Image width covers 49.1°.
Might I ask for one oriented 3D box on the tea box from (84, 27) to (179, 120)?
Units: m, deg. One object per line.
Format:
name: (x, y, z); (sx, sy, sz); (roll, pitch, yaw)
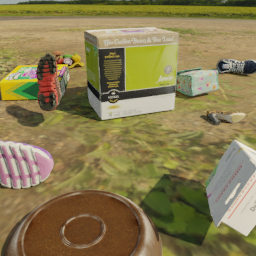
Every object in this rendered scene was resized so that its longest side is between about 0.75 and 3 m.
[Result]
tea box: (0.075, -1.933, 9.479); (2.681, 2.637, 1.791); (-9, 27, -19)

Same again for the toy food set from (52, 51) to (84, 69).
toy food set: (-3.650, -3.825, 15.472); (2.396, 0.783, 1.410); (4, 26, 7)

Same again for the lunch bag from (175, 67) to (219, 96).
lunch bag: (2.654, -1.910, 11.384); (1.357, 0.971, 1.593); (-14, 19, -20)

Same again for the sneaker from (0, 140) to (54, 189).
sneaker: (-2.905, 0.634, 6.180); (2.618, 1.053, 1.157); (0, 18, 3)

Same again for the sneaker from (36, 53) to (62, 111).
sneaker: (-2.342, -1.309, 8.378); (0.615, 1.739, 0.850); (-4, -7, 0)

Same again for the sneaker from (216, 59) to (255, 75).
sneaker: (5.362, -3.038, 13.901); (1.120, 0.723, 2.064); (-9, 20, -29)

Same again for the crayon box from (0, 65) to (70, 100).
crayon box: (-3.751, -1.963, 11.677); (2.281, 0.770, 2.643); (-3, 26, -3)

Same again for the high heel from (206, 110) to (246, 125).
high heel: (3.130, -0.469, 9.013); (1.114, 0.398, 0.794); (-13, 34, -6)

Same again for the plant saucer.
plant saucer: (-0.715, 1.761, 4.511); (2.537, 0.407, 2.537); (-1, 25, 0)

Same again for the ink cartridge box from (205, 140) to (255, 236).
ink cartridge box: (1.819, 0.924, 4.480); (0.616, 1.072, 1.830); (31, 14, 6)
